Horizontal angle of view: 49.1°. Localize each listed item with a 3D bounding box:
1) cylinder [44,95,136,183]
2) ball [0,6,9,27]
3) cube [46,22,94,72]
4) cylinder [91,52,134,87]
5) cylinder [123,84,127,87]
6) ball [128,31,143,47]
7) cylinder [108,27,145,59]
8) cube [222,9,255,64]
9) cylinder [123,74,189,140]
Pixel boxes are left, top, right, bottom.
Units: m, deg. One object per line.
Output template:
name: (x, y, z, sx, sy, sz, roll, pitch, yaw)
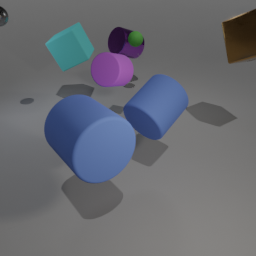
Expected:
cylinder: (-0.796, 0.181, 5.725, 1.400, 1.400, 1.400, -20, 34, -30)
ball: (-4.595, -3.948, 9.885, 0.700, 0.700, 0.700, 0, 30, 0)
cube: (-2.540, -3.621, 12.506, 1.400, 1.400, 1.400, -21, 29, 17)
cylinder: (-0.328, -1.242, 6.005, 0.700, 0.700, 0.700, 13, 15, 22)
cylinder: (-0.335, -2.112, 11.269, 0.700, 0.700, 0.700, 22, 34, 8)
ball: (0.353, -4.143, 13.039, 0.700, 0.700, 0.700, 0, 30, 0)
cylinder: (-0.098, -4.412, 14.608, 1.400, 1.400, 1.400, -3, 24, -44)
cube: (4.162, -3.003, 9.206, 1.400, 1.400, 1.400, -16, 6, -38)
cylinder: (0.818, -0.610, 8.210, 1.400, 1.400, 1.400, 25, 62, 36)
